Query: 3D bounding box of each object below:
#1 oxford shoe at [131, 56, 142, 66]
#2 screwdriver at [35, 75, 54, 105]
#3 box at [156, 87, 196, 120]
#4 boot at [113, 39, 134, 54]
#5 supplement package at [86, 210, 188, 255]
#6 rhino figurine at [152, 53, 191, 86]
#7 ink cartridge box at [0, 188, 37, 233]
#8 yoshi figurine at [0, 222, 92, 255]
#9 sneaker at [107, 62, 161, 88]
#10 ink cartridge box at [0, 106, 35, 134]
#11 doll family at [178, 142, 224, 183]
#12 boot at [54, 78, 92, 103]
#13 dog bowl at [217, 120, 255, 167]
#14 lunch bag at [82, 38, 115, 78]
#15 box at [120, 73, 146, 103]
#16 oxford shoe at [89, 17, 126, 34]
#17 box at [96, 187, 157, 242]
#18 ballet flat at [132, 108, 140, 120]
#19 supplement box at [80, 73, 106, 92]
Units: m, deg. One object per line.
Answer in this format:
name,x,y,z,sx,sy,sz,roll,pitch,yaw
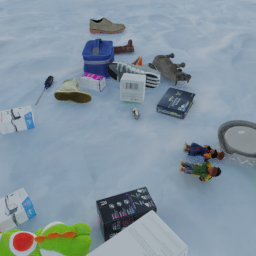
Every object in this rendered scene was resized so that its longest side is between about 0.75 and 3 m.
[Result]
oxford shoe,0.386,-3.505,15.508,0.642,0.628,1.761,5,39,16
screwdriver,-4.095,-1.799,13.722,0.366,0.382,2.627,2,43,3
box,2.207,-1.165,12.826,1.326,0.429,1.681,18,43,22
boot,-0.469,-5.080,17.524,1.569,0.504,1.462,-8,39,-3
supplement package,0.125,3.354,6.709,2.282,1.338,1.334,-26,46,-27
rhino figurine,2.323,-3.057,14.758,1.278,0.874,2.924,-17,44,-19
ink cartridge box,-3.506,2.488,8.405,1.193,0.512,0.874,-25,46,-29
yoshi figurine,-2.239,3.185,7.216,2.942,1.654,1.648,-13,-2,6
sneaker,0.411,-2.966,14.667,2.819,1.058,1.628,19,38,7
ink cartridge box,-4.677,-0.351,11.750,1.337,0.563,0.966,-13,42,-15
doll family,2.617,1.117,9.728,1.441,0.978,2.493,7,37,16
boot,-2.477,-1.834,13.478,1.798,0.648,1.391,5,40,9
dog bowl,4.403,0.578,10.598,2.124,0.623,2.124,0,40,0
lunch bag,-1.556,-3.926,15.246,1.596,1.554,2.349,2,41,2
box,0.239,-1.876,13.061,1.086,1.091,0.935,6,32,6
oxford shoe,-1.446,-7.226,19.652,2.591,0.969,0.913,-4,40,-5
box,-0.058,2.466,8.068,1.568,0.958,0.831,-12,40,-15
ballet flat,0.359,-0.710,12.400,0.305,0.305,0.847,-7,40,-8
supplement box,-1.757,-2.320,14.099,1.140,0.589,0.577,15,43,20
